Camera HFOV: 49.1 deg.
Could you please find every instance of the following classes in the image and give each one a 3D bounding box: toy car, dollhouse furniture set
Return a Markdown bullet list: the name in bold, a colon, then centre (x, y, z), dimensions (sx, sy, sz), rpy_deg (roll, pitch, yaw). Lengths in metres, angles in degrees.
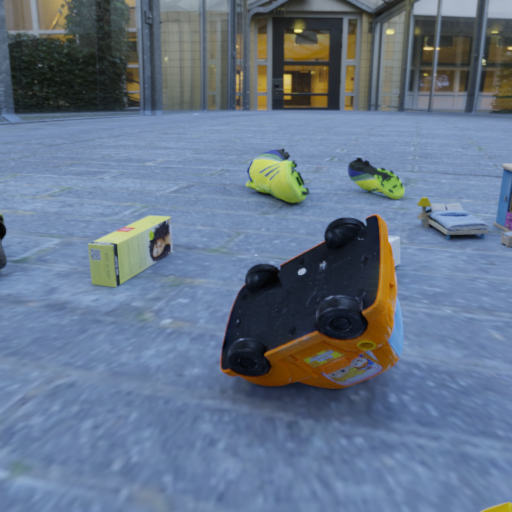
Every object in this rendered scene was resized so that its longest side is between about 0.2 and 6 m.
- **toy car**: centre (0.794, 1.341, 4.225), dimensions (1.359, 2.003, 4.084), rpy_deg (39, 23, -26)
- **dollhouse furniture set**: centre (4.091, -0.947, 10.187), dimensions (1.876, 1.224, 1.771), rpy_deg (-2, 18, -3)

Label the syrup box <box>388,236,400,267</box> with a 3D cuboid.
- **syrup box**: centre (1.733, 0.028, 8.402), dimensions (0.437, 0.452, 1.109), rpy_deg (6, 18, 38)

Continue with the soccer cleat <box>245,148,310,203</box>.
- **soccer cleat**: centre (0.425, -1.826, 13.744), dimensions (1.347, 1.041, 3.221), rpy_deg (-26, 22, 4)

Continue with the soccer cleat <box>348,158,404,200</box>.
- **soccer cleat**: centre (2.991, -1.815, 13.914), dimensions (0.574, 0.742, 1.775), rpy_deg (-34, 49, -20)

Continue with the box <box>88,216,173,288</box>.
- **box**: centre (-1.861, -0.120, 8.571), dimensions (0.441, 0.662, 1.758), rpy_deg (6, 20, 19)

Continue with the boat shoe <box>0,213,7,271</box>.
- **boat shoe**: centre (-4.412, -0.345, 8.951), dimensions (0.782, 0.925, 2.596), rpy_deg (-4, 25, -23)
